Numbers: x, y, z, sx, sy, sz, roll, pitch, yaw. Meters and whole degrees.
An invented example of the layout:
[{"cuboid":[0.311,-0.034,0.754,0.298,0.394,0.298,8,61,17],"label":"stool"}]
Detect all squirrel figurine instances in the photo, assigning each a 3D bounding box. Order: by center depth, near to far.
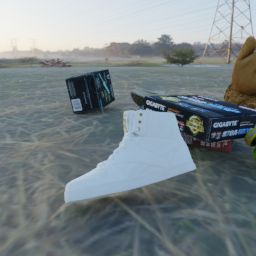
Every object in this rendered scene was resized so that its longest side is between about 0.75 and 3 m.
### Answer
[{"cuboid":[4.689,-1.180,8.956,2.696,2.889,2.045,28,-2,29],"label":"squirrel figurine"}]

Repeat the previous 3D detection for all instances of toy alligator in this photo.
[{"cuboid":[3.092,0.503,5.795,2.419,0.581,0.802,8,33,-42],"label":"toy alligator"}]

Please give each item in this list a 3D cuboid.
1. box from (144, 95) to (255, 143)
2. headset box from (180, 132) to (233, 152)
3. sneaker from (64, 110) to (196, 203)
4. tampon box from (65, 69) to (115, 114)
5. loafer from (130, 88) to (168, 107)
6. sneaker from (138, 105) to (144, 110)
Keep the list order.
[{"cuboid":[1.702,-0.311,6.445,1.818,0.526,2.287,-4,18,-29],"label":"box"},{"cuboid":[2.083,0.100,7.269,1.560,0.602,1.161,6,16,22],"label":"headset box"},{"cuboid":[-0.066,0.377,4.474,2.144,1.239,0.790,-13,-11,-21],"label":"sneaker"},{"cuboid":[-1.453,-1.519,11.309,1.183,1.405,1.874,-7,14,17],"label":"tampon box"},{"cuboid":[1.049,-1.037,10.500,2.031,0.768,0.693,25,60,18],"label":"loafer"},{"cuboid":[0.612,-0.571,10.092,0.474,0.423,1.185,-11,15,-26],"label":"sneaker"}]
